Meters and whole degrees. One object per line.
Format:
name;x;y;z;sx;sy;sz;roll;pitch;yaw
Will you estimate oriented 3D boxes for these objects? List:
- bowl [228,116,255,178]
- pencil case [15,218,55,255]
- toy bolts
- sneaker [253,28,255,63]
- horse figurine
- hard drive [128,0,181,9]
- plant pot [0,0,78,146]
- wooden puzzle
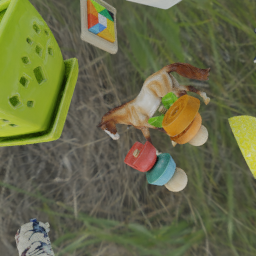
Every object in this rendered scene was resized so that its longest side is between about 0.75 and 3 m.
bowl;2.439;0.254;5.181;0.669;1.243;1.243;-25;83;23
pencil case;-1.694;2.463;5.384;0.694;1.552;0.604;-30;126;-15
toy bolts;0.876;0.314;4.791;1.115;1.535;1.607;35;83;-12
sneaker;3.338;-2.165;7.087;0.643;0.338;0.890;39;107;6
horse figurine;0.702;-0.523;6.432;1.726;0.650;2.605;39;104;5
hard drive;0.919;-3.344;6.240;1.582;2.399;0.315;1;92;-26
plant pot;-2.517;-0.889;5.867;2.362;2.154;2.374;-8;60;32
wooden puzzle;-0.657;-2.555;6.781;0.231;1.146;1.239;-11;75;40
